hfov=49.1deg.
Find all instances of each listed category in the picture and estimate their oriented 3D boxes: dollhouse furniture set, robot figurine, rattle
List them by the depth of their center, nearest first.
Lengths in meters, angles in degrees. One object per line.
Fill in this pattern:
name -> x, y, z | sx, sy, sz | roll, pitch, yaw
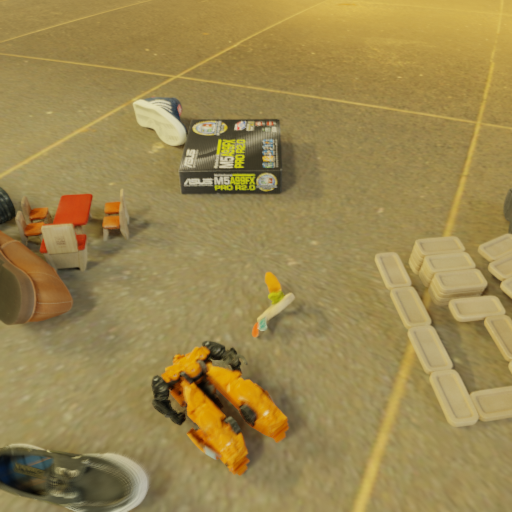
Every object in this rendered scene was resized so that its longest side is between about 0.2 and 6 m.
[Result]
robot figurine -> -0.559, 2.006, 7.719 | 1.413, 0.567, 1.948 | -32, 45, -25
rattle -> 0.133, 0.796, 9.317 | 0.951, 0.680, 0.619 | -35, 14, -24
dollhouse furniture set -> -3.649, -0.680, 11.038 | 2.084, 1.074, 2.062 | -5, 37, -7

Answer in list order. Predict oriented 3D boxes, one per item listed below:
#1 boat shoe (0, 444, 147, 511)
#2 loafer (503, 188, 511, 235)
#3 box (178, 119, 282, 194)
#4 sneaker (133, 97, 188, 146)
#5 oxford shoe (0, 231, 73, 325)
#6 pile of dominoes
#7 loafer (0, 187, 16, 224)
boat shoe -> -2.332, 2.673, 6.676 | 2.043, 0.578, 0.701 | 4, 75, 14
loafer -> 5.551, -0.722, 11.380 | 0.717, 0.818, 2.275 | 12, 35, 9
box -> -0.564, -2.534, 13.917 | 2.381, 0.658, 2.972 | 1, 36, 1
sneaker -> -2.380, -3.862, 15.459 | 1.111, 0.985, 2.628 | -26, 43, -25
oxford shoe -> -4.328, 0.277, 10.021 | 1.149, 1.150, 3.225 | 4, 24, -47
pile of dominoes -> 3.780, 1.105, 9.359 | 2.885, 0.589, 3.702 | -5, 45, -8
loafer -> -6.483, -1.320, 12.016 | 2.846, 1.036, 1.029 | 21, 46, 29
